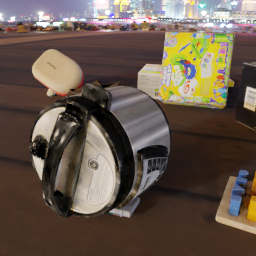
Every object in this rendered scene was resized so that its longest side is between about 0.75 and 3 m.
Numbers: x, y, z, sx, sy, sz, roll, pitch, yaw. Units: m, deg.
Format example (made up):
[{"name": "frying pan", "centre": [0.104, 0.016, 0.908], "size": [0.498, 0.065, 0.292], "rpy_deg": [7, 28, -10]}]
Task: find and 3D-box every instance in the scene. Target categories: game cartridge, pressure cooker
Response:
[{"name": "game cartridge", "centre": [-0.327, 1.622, 6.093], "size": [1.016, 0.195, 0.659], "rpy_deg": [9, 22, 20]}, {"name": "pressure cooker", "centre": [-0.637, 0.452, 5.726], "size": [2.422, 2.385, 2.711], "rpy_deg": [-21, 1, 35]}]

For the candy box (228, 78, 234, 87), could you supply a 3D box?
[{"name": "candy box", "centre": [4.144, -2.597, 15.414], "size": [2.884, 0.381, 1.474], "rpy_deg": [0, 21, -1]}]

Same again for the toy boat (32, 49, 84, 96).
[{"name": "toy boat", "centre": [-3.291, -2.535, 13.911], "size": [2.714, 1.774, 1.771], "rpy_deg": [36, 82, 26]}]

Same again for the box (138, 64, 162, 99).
[{"name": "box", "centre": [1.308, -2.348, 13.859], "size": [1.299, 1.171, 2.310], "rpy_deg": [7, 25, 12]}]

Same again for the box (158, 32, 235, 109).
[{"name": "box", "centre": [2.730, -2.277, 11.344], "size": [2.589, 2.688, 1.640], "rpy_deg": [8, 2, 15]}]

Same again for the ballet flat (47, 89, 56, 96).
[{"name": "ballet flat", "centre": [-3.718, -1.940, 13.914], "size": [0.434, 0.401, 1.286], "rpy_deg": [1, 24, 3]}]

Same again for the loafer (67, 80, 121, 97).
[{"name": "loafer", "centre": [-1.510, -1.762, 12.846], "size": [2.603, 0.929, 0.950], "rpy_deg": [-5, 24, -11]}]

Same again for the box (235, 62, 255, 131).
[{"name": "box", "centre": [5.281, -1.216, 10.005], "size": [2.204, 2.222, 1.369], "rpy_deg": [-9, 25, -18]}]

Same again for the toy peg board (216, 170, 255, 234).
[{"name": "toy peg board", "centre": [2.883, 1.402, 5.863], "size": [1.635, 0.803, 1.642], "rpy_deg": [12, 26, 25]}]
